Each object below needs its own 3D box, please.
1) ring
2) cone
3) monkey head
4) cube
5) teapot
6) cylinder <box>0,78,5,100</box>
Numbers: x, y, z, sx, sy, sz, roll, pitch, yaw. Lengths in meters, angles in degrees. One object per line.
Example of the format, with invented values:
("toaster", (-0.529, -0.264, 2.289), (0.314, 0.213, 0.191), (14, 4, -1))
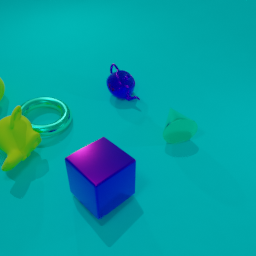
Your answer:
("ring", (-2.517, -0.370, 8.373), (1.660, 0.332, 1.660), (5, 42, -4))
("cone", (1.341, -0.246, 7.970), (0.987, 0.987, 0.990), (-8, 48, -7))
("monkey head", (-2.956, 0.344, 7.051), (1.133, 1.881, 1.353), (41, 36, -9))
("cube", (-0.609, 1.114, 6.443), (1.144, 1.144, 1.144), (-29, 46, -33))
("teapot", (-0.152, -1.409, 9.038), (0.976, 0.769, 1.570), (-20, 74, -45))
("cylinder", (-4.649, -1.409, 8.368), (1.381, 1.381, 1.381), (-1, 66, 2))
